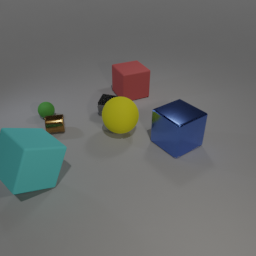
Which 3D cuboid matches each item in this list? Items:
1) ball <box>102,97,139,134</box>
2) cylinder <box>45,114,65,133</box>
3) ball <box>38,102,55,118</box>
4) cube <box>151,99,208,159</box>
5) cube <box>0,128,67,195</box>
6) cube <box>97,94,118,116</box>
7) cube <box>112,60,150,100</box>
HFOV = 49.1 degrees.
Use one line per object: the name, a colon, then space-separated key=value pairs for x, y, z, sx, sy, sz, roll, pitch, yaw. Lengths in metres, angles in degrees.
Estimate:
ball: x=-0.288 y=-0.486 z=10.618 sx=1.400 sy=1.400 sz=1.400 roll=0 pitch=34 yaw=0
cylinder: x=-2.872 y=-0.167 z=11.046 sx=0.700 sy=0.700 sz=0.700 roll=-6 pitch=34 yaw=-9
ball: x=-3.477 y=-0.767 z=11.908 sx=0.700 sy=0.700 sz=0.700 roll=0 pitch=34 yaw=0
cube: x=1.812 y=-0.013 z=10.182 sx=1.400 sy=1.400 sz=1.400 roll=-22 pitch=40 yaw=-30
cube: x=-2.918 y=0.902 z=8.264 sx=1.400 sy=1.400 sz=1.400 roll=30 pitch=17 yaw=35
cube: x=-0.849 y=-0.955 z=12.084 sx=0.700 sy=0.700 sz=0.700 roll=11 pitch=50 yaw=15
cube: x=0.125 y=-2.290 z=13.568 sx=1.400 sy=1.400 sz=1.400 roll=-15 pitch=37 yaw=-21
